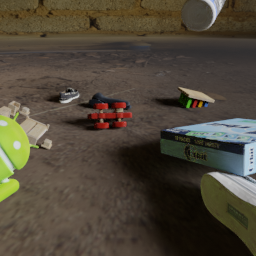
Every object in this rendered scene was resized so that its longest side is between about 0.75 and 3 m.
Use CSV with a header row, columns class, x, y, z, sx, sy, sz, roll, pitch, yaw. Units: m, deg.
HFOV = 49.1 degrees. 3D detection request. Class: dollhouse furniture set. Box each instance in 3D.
class,x,y,z,sx,sy,sz,roll,pitch,yaw
dollhouse furniture set,-2.909,0.146,8.038,1.776,0.867,1.515,24,23,-4

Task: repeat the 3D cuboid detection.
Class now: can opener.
class,x,y,z,sx,sy,sz,roll,pitch,yaw
can opener,-0.658,-0.939,10.581,1.681,0.661,0.533,10,-15,16

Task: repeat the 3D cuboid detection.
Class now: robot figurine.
class,x,y,z,sx,sy,sz,roll,pitch,yaw
robot figurine,-2.844,0.559,5.284,2.117,1.857,1.225,-32,4,-21

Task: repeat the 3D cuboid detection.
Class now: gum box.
class,x,y,z,sx,sy,sz,roll,pitch,yaw
gum box,2.534,0.281,6.342,2.754,0.614,2.340,-7,10,-30

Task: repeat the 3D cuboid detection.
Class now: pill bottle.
class,x,y,z,sx,sy,sz,roll,pitch,yaw
pill bottle,2.624,-4.222,9.485,1.129,1.129,1.984,11,47,26

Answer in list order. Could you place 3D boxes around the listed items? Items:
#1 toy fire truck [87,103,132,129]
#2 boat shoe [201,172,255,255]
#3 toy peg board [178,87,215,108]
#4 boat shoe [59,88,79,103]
class,x,y,z,sx,sy,sz,roll,pitch,yaw
toy fire truck,-0.596,-0.401,8.912,1.346,0.755,1.130,-3,4,-11
boat shoe,2.176,1.435,4.117,0.959,1.007,2.798,-8,14,-16
toy peg board,2.566,-1.101,10.965,1.110,0.545,1.115,10,20,-17
boat shoe,-2.470,-1.442,11.715,0.544,0.444,1.473,7,23,16
